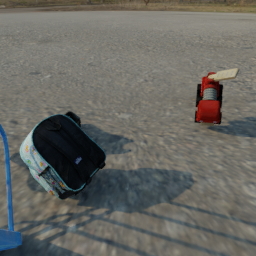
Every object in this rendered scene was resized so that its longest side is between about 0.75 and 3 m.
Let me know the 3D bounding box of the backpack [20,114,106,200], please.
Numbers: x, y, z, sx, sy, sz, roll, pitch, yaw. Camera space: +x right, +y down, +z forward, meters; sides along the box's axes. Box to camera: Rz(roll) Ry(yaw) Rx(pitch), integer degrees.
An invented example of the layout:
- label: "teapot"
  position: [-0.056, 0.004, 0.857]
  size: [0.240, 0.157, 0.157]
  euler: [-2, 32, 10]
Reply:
- label: "backpack"
  position: [-1.226, 0.477, 5.060]
  size: [1.019, 1.330, 1.169]
  euler: [-29, 13, 43]

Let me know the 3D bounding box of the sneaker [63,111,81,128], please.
- label: "sneaker"
  position: [-1.412, -0.115, 6.845]
  size: [0.573, 0.780, 1.723]
  euler: [2, 25, -15]

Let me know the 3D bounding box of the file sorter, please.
- label: "file sorter"
  position: [-2.914, 0.770, 3.179]
  size: [2.831, 1.965, 1.737]
  euler: [-8, 69, -14]

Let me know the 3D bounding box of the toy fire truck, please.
- label: "toy fire truck"
  position: [2.151, -0.834, 6.923]
  size: [0.917, 1.425, 1.255]
  euler: [5, 71, 14]
